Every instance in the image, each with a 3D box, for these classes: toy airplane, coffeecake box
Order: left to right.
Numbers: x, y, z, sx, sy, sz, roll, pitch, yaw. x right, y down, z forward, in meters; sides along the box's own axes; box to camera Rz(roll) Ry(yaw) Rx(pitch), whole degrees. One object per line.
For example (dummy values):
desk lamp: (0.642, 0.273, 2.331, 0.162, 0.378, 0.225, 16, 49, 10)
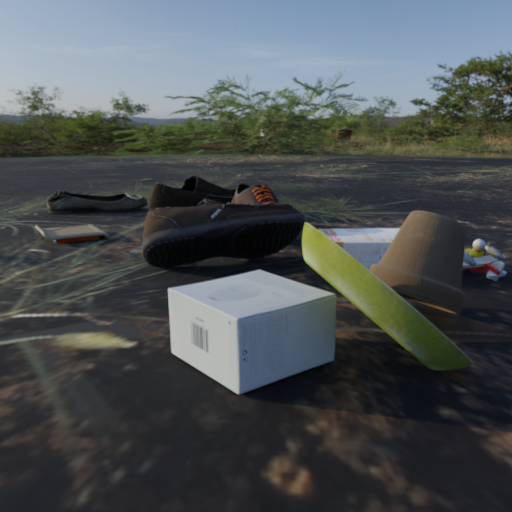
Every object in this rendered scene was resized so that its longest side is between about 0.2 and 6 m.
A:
coffeecake box: (1.961, -0.075, 9.545, 1.698, 0.620, 1.304, 0, 13, -1)
toy airplane: (3.628, 0.047, 9.056, 0.869, 0.616, 0.873, 4, 13, 13)

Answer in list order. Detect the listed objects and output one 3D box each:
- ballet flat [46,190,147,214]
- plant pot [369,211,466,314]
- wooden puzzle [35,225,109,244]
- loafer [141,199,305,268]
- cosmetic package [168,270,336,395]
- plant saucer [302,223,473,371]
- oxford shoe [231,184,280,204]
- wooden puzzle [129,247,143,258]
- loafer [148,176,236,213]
ballet flat: (-4.551, -1.608, 16.118, 2.809, 0.651, 0.946, -4, 14, -16)
plant pot: (2.146, 0.045, 7.113, 1.245, 1.085, 1.245, 20, -2, 1)
wooden puzzle: (-4.034, -0.483, 12.264, 1.372, 0.256, 1.270, -2, 12, -29)
loafer: (-0.570, -0.623, 9.989, 3.081, 1.125, 1.094, -6, 56, -24)
cosmetic package: (-0.050, 0.713, 5.795, 1.256, 0.772, 1.252, -11, 17, -36)
plant saucer: (1.201, 0.469, 5.648, 2.127, 0.330, 2.127, 40, 4, -3)
oxford shoe: (0.069, -1.040, 12.668, 1.073, 1.094, 3.015, -6, 14, -23)
wooden puzzle: (-1.776, -0.101, 10.792, 0.996, 0.118, 1.680, 3, 14, 15)
loafer: (-1.494, -1.668, 15.418, 3.031, 1.081, 1.106, -10, 16, -36)
